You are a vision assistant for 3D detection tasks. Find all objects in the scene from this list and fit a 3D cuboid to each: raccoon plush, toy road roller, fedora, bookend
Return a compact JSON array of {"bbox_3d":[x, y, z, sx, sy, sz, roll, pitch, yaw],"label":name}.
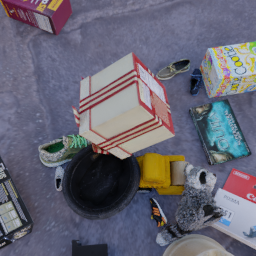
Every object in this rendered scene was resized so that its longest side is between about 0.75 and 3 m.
[{"bbox_3d":[1.829,2.488,9.545,2.864,1.386,1.919,-29,54,10],"label":"raccoon plush"},{"bbox_3d":[1.182,1.568,9.959,2.223,1.623,1.366,0,68,0],"label":"toy road roller"},{"bbox_3d":[-0.904,1.905,10.007,2.806,1.281,2.806,0,68,0],"label":"fedora"},{"bbox_3d":[-0.647,4.679,9.009,2.191,1.015,2.205,-5,67,-3],"label":"bookend"}]

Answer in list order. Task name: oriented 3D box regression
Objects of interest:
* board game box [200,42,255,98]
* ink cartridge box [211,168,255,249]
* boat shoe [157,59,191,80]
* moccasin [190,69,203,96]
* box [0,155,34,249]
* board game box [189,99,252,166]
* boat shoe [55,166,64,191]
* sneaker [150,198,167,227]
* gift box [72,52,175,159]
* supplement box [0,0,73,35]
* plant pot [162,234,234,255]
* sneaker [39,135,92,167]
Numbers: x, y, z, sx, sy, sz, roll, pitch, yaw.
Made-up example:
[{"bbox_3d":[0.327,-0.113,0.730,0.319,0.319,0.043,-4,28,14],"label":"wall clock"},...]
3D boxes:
[{"bbox_3d":[4.760,-2.471,11.682,2.954,1.521,1.549,-10,68,-4],"label":"board game box"},{"bbox_3d":[4.366,2.752,9.518,2.728,0.610,2.404,21,68,33],"label":"ink cartridge box"},{"bbox_3d":[2.009,-2.612,12.301,1.615,0.483,0.577,-22,69,-9],"label":"boat shoe"},{"bbox_3d":[2.914,-2.034,12.002,0.524,0.444,1.302,-7,62,31],"label":"moccasin"},{"bbox_3d":[-4.890,2.633,9.297,2.377,1.250,2.902,-23,67,-34],"label":"box"},{"bbox_3d":[3.650,0.137,11.243,1.682,0.350,2.487,-14,68,-6],"label":"board game box"},{"bbox_3d":[-2.602,1.884,10.544,0.338,0.309,0.939,1,68,0],"label":"boat shoe"},{"bbox_3d":[0.976,3.026,10.043,0.467,0.363,1.039,-27,72,-14],"label":"sneaker"},{"bbox_3d":[-0.288,-0.687,8.535,2.357,2.525,2.330,-26,46,27],"label":"gift box"},{"bbox_3d":[-4.291,-5.760,13.192,2.839,1.216,1.566,23,69,9],"label":"supplement box"},{"bbox_3d":[2.327,4.525,8.322,2.634,2.411,2.634,0,68,0],"label":"plant pot"},{"bbox_3d":[-2.053,0.649,10.536,2.836,1.256,1.090,-21,69,-8],"label":"sneaker"}]
